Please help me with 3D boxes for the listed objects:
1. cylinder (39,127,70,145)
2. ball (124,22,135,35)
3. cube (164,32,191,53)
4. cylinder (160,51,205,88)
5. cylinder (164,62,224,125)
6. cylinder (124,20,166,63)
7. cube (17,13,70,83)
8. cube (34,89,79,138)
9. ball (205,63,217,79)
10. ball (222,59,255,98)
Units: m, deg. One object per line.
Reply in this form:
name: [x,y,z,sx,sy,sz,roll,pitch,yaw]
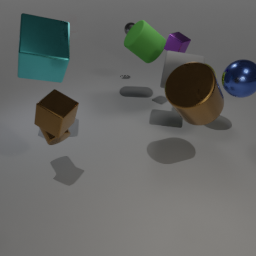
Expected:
cylinder: [-2.117,0.027,8.025,0.700,0.700,0.700,-23,77,-34]
ball: [0.152,-5.208,14.794,0.700,0.700,0.700,0,30,0]
cube: [2.058,-3.502,11.711,0.700,0.700,0.700,42,45,21]
cylinder: [2.025,-2.093,10.527,1.400,1.400,1.400,11,31,6]
cylinder: [1.933,-0.946,8.057,1.400,1.400,1.400,22,-8,33]
cylinder: [0.766,-3.932,12.838,1.400,1.400,1.400,30,16,-30]
cube: [-2.628,-2.412,8.684,1.400,1.400,1.400,4,68,-21]
cube: [-1.679,-0.341,6.579,0.700,0.700,0.700,30,44,5]
ball: [3.007,-2.043,11.814,1.400,1.400,1.400,0,30,0]
ball: [4.205,-1.823,10.377,1.400,1.400,1.400,0,30,0]
